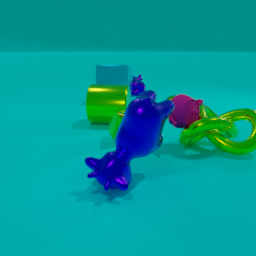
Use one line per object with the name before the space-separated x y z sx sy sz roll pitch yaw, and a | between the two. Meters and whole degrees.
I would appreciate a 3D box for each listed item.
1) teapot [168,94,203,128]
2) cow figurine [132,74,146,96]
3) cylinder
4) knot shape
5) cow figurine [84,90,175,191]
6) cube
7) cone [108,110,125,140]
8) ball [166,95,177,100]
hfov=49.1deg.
teapot | 1.383 -0.378 6.849 1.369 0.851 0.670 -35 26 -32
cow figurine | 0.422 -2.243 14.615 1.713 0.956 1.741 -11 28 -39
cylinder | -0.603 -0.775 9.117 1.265 1.265 1.265 2 17 7
knot shape | 2.299 -0.056 7.208 2.021 0.934 1.891 -1 18 7
cow figurine | 0.041 0.242 4.961 0.930 1.694 1.667 31 36 20
cube | -0.588 -1.981 12.367 1.388 1.388 1.388 3 1 9
cone | -0.177 -0.205 7.222 0.942 0.942 0.946 4 -18 13
ball | 1.671 -0.813 10.183 0.753 0.753 0.753 0 17 0
